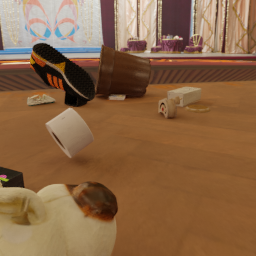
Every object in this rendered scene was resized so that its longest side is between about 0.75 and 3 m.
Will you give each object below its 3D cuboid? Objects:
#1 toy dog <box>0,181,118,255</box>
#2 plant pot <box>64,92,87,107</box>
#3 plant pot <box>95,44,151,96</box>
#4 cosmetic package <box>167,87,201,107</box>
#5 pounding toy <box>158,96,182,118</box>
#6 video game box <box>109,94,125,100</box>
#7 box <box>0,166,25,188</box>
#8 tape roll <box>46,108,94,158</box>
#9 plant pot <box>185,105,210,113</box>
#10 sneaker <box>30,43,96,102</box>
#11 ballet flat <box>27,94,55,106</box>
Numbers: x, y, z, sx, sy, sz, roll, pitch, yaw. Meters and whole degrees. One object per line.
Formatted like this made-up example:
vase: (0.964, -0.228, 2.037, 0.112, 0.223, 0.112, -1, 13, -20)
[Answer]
toy dog: (-1.191, 1.526, 3.272, 2.618, 1.884, 2.700, 15, 20, 26)
plant pot: (-2.673, -1.674, 14.808, 1.003, 1.000, 0.890, 13, 9, 35)
plant pot: (-0.319, -3.209, 16.680, 2.960, 2.990, 2.990, 8, 16, -9)
cosmetic package: (3.079, -1.734, 15.240, 1.029, 0.726, 1.987, 15, 24, 39)
pounding toy: (2.006, -0.887, 12.552, 0.899, 0.897, 1.568, -4, -1, -13)
video game box: (-0.619, -1.785, 16.257, 0.871, 0.204, 0.794, 2, 15, 6)
box: (-2.833, 1.258, 6.135, 0.895, 0.556, 0.664, 8, 19, 25)
tape roll: (-1.622, 0.134, 7.833, 0.812, 1.183, 1.183, -37, 32, -20)
plant pot: (3.422, -0.970, 13.766, 1.230, 0.169, 1.230, 1, 18, 0)
sneaker: (-2.300, -1.735, 9.790, 2.646, 1.190, 0.925, 41, 47, -2)
ballet flat: (-4.609, -1.536, 14.963, 1.587, 0.551, 0.551, -15, 23, -40)
